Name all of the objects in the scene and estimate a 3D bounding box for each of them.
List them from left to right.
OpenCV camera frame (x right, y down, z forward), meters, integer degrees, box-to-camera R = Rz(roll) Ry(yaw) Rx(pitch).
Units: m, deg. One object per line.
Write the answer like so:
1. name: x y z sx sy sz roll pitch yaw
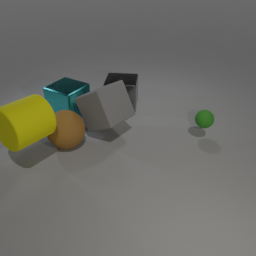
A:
1. cylinder: -3.216 -0.180 8.709 1.400 1.400 1.400 22 36 31
2. ball: -2.251 0.048 10.118 1.400 1.400 1.400 0 32 0
3. cube: -2.576 -1.191 12.051 1.400 1.400 1.400 18 37 25
4. cube: -0.854 -0.812 10.532 1.400 1.400 1.400 -9 17 45
5. cube: -0.294 -1.582 12.687 1.400 1.400 1.400 3 33 5
6. ball: 2.869 -0.335 10.496 0.700 0.700 0.700 0 32 0
